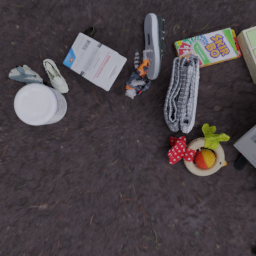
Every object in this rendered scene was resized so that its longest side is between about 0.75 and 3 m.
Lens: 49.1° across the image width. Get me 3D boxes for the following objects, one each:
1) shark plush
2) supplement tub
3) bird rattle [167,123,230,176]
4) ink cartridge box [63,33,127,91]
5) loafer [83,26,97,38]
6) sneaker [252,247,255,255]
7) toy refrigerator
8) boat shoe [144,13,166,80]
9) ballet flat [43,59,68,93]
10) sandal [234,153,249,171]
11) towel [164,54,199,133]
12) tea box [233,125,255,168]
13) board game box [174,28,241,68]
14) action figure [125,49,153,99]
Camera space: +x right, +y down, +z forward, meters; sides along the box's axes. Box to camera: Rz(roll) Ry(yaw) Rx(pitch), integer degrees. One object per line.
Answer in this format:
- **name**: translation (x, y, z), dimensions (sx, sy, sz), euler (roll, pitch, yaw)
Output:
- **shark plush**: translation (-3.413, -1.686, 9.955), dimensions (1.546, 0.702, 0.644), euler (27, 106, -18)
- **supplement tub**: translation (-2.718, -0.723, 8.955), dimensions (1.252, 1.897, 1.252), euler (0, 92, -3)
- **bird rattle**: translation (2.408, 0.861, 9.354), dimensions (2.089, 1.177, 1.703), euler (-28, 102, 1)
- **ink cartridge box**: translation (-0.980, -2.112, 9.277), dimensions (2.111, 0.716, 1.224), euler (35, 98, 24)
- **loafer**: translation (-1.543, -3.288, 9.994), dimensions (0.366, 0.357, 1.002), euler (42, 91, 3)
- **sneaker**: translation (4.700, 4.137, 9.329), dimensions (0.981, 0.445, 0.372), euler (-13, 83, -2)
- **toy refrigerator**: translation (4.545, -2.567, 9.806), dimensions (0.699, 0.645, 1.842), euler (-18, 85, -1)
- **boat shoe**: translation (1.000, -2.832, 9.772), dimensions (0.640, 0.776, 2.260), euler (-3, 94, -26)
- **ballet flat**: translation (-2.597, -1.825, 9.846), dimensions (0.495, 0.495, 1.379), euler (-31, 86, -3)
- **sandal**: translation (4.103, 0.953, 9.732), dimensions (0.437, 0.262, 1.164), euler (36, 101, 8)
- **towel**: translation (1.724, -1.033, 9.067), dimensions (0.967, 1.872, 2.261), euler (6, 83, 15)
- **tea box**: translation (5.459, 0.483, 8.525), dimensions (2.781, 1.889, 2.827), euler (-38, 75, -13)
- **board game box**: translation (2.878, -2.807, 10.017), dimensions (2.270, 0.340, 1.084), euler (-15, 86, -4)
- **action figure**: translation (0.308, -1.696, 9.198), dimensions (0.831, 1.588, 1.536), euler (23, 87, -10)
